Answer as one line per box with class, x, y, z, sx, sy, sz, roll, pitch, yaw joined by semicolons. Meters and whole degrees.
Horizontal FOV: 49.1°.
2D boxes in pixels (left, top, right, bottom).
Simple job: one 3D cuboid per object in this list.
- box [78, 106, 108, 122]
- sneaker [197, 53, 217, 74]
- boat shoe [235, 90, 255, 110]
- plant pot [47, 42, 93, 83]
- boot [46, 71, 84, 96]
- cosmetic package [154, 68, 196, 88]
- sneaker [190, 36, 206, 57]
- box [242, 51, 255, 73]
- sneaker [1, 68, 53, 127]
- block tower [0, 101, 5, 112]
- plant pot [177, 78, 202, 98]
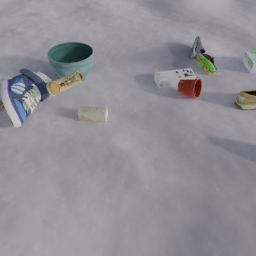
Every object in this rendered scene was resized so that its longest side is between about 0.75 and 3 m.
box;-1.242;-0.504;9.993;0.985;0.383;0.468;4;42;5
sneaker;3.639;-2.957;12.560;0.648;0.594;1.548;-11;45;-6
boat shoe;5.159;-1.179;10.402;2.188;0.833;0.784;-7;43;-8
plant pot;-2.318;-2.610;11.688;1.851;1.240;1.851;0;42;0
boot;-2.200;-1.601;9.949;1.084;0.508;1.395;-21;12;15
cosmetic package;1.966;-2.120;11.767;1.609;0.407;0.664;-9;42;-9
sneaker;3.487;-3.900;13.729;0.657;0.559;1.502;18;55;5
box;5.851;-2.946;12.590;0.992;0.544;1.125;2;43;-1
sneaker;-3.459;-1.234;10.254;1.991;1.095;2.719;-18;41;-14
block tower;-4.874;-0.657;10.263;0.270;0.253;0.935;22;46;21
plant pot;2.385;-1.585;10.934;0.746;0.767;0.767;13;42;34
